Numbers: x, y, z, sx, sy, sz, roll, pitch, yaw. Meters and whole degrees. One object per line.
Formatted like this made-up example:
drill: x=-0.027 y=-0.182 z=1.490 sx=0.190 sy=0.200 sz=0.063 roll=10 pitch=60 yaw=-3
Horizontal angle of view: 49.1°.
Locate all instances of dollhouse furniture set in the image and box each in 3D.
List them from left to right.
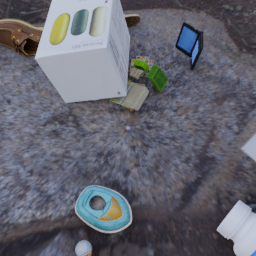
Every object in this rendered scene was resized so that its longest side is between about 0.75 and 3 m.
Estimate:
dollhouse furniture set: x=0.354 y=-1.226 z=8.979 sx=1.068 sy=0.818 sz=1.631 roll=25 pitch=80 yaw=36

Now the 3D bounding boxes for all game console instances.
game console: x=1.999 y=-2.677 z=9.279 sx=0.680 sy=1.168 sz=1.027 roll=8 pitch=62 yaw=-1

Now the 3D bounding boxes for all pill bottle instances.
pill bottle: x=3.120 y=2.625 z=6.094 sx=2.172 sy=1.219 sz=1.219 roll=38 pitch=66 yaw=25

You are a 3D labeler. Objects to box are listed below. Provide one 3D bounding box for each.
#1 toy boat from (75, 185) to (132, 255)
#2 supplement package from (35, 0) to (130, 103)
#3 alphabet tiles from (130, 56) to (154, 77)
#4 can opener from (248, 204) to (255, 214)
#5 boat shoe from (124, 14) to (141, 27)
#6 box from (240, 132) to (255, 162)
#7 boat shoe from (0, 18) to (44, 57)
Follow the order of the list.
toy boat: x=-0.699 y=2.218 z=6.608 sx=1.448 sy=0.800 sz=1.722 roll=19 pitch=60 yaw=11
supplement package: x=-1.184 y=-2.514 z=8.557 sx=2.051 sy=2.036 sz=2.702 roll=-5 pitch=58 yaw=13
alphabet tiles: x=0.481 y=-2.148 z=9.724 sx=0.779 sy=0.030 sz=0.936 roll=6 pitch=59 yaw=3
can opener: x=3.370 y=1.979 z=7.013 sx=1.143 sy=0.380 sz=0.301 roll=-19 pitch=46 yaw=-16
boat shoe: x=-0.229 y=-4.138 z=10.667 sx=1.398 sy=0.498 sz=0.451 roll=-12 pitch=60 yaw=-6
box: x=3.959 y=1.370 z=6.022 sx=0.572 sy=2.167 sz=2.779 roll=-51 pitch=48 yaw=15
boat shoe: x=-3.585 y=-3.043 z=9.703 sx=2.783 sy=1.002 sz=0.940 roll=11 pitch=57 yaw=4
